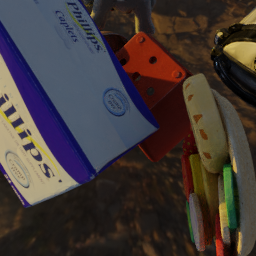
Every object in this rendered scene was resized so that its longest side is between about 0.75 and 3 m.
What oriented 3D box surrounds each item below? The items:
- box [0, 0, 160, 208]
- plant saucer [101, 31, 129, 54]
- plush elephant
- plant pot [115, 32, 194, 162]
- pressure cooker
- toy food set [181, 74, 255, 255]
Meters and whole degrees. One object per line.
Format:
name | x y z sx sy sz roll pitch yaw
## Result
box | -1.466 -0.336 4.902 1.561 2.975 2.736 -33 91 -42
plant saucer | -0.826 -1.616 6.472 1.821 1.821 0.292 -26 76 -16
plush elephant | -0.271 -3.916 7.606 1.989 2.415 1.870 -4 42 -10
plant pot | 0.459 -0.775 6.030 2.068 1.824 2.070 -42 66 6
pressure cooker | 2.783 -1.360 5.188 2.249 2.009 1.978 -46 29 -11
toy food set | 1.145 0.676 3.949 0.615 2.527 2.501 -6 75 4
